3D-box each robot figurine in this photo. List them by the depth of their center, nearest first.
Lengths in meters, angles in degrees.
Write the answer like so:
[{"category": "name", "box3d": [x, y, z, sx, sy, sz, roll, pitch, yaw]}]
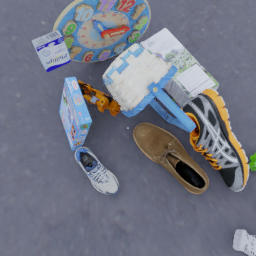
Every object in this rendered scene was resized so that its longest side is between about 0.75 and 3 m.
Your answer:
[{"category": "robot figurine", "box3d": [-0.946, -0.865, 7.723, 1.518, 1.101, 0.442, 32, 99, 35]}]

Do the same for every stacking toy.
[{"category": "stacking toy", "box3d": [3.596, 1.574, 6.232, 0.687, 2.206, 2.926, 28, 65, -13]}]

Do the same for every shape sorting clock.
[{"category": "shape sorting clock", "box3d": [-0.661, -2.630, 7.618, 2.753, 2.753, 0.540, -21, 70, -8]}]

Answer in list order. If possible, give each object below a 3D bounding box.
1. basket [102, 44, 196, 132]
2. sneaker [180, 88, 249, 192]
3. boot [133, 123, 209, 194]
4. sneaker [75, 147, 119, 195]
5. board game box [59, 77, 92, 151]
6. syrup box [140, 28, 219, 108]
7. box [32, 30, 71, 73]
[{"category": "basket", "box3d": [0.540, -0.850, 6.798, 1.600, 2.029, 2.301, -43, 103, -2]}, {"category": "sneaker", "box3d": [2.148, 0.397, 7.112, 1.037, 1.051, 2.685, -23, 89, -8]}, {"category": "boot", "box3d": [1.080, 0.673, 7.227, 2.496, 0.942, 0.919, 42, 90, 18]}, {"category": "sneaker", "box3d": [-0.833, 1.116, 7.136, 0.594, 0.656, 1.541, -44, 84, -10]}, {"category": "board game box", "box3d": [-1.406, -0.303, 7.232, 0.308, 1.685, 1.275, -14, 70, -25]}, {"category": "syrup box", "box3d": [1.397, -1.647, 8.172, 0.942, 0.975, 2.393, -34, 72, -12]}, {"category": "box", "box3d": [-1.862, -1.883, 6.900, 0.697, 0.758, 0.398, -28, 52, -12]}]
